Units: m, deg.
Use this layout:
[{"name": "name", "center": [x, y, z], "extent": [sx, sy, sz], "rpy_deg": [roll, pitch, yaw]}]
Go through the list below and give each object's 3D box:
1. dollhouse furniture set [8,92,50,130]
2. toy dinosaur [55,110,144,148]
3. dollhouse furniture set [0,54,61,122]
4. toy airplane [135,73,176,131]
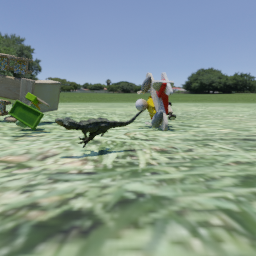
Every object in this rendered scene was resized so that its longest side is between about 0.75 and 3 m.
[{"name": "dollhouse furniture set", "center": [-2.185, -0.281, 6.522], "extent": [0.621, 0.803, 1.607], "rpy_deg": [31, -7, -5]}, {"name": "toy dinosaur", "center": [-0.423, -0.003, 4.115], "extent": [1.351, 0.321, 0.595], "rpy_deg": [-9, -23, -33]}, {"name": "dollhouse furniture set", "center": [-3.616, -1.199, 8.903], "extent": [2.370, 2.077, 1.574], "rpy_deg": [13, 12, 13]}, {"name": "toy airplane", "center": [0.694, -0.707, 7.256], "extent": [1.035, 1.461, 1.467], "rpy_deg": [-12, 11, 0]}]
